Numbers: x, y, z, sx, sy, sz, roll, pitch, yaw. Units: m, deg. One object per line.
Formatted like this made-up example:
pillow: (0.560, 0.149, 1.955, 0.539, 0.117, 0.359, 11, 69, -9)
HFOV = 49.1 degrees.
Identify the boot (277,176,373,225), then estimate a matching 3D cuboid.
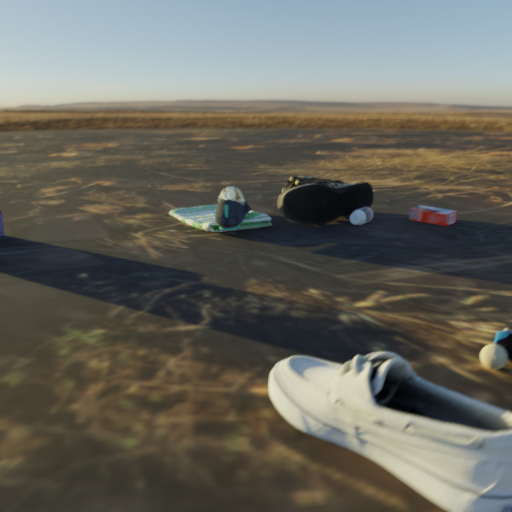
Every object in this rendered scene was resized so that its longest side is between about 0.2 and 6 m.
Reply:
boot: (1.211, -1.350, 12.919, 2.484, 0.909, 1.870, -14, 18, -29)

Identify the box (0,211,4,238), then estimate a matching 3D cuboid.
box: (-5.177, -0.555, 10.814, 0.373, 0.529, 0.714, -2, 17, -10)

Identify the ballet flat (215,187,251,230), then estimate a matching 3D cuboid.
ballet flat: (-0.488, -1.061, 11.651, 0.755, 0.755, 2.068, 1, 13, 2)

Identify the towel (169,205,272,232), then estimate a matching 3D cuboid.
towel: (-0.818, -0.882, 12.465, 1.606, 0.246, 2.105, -9, 19, -27)

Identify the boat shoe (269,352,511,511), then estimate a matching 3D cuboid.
boat shoe: (0.979, 1.151, 4.430, 0.832, 0.760, 2.313, -11, 20, -35)

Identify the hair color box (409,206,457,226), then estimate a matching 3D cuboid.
hair color box: (3.930, -0.898, 12.453, 0.889, 0.284, 0.493, 14, 22, 43)

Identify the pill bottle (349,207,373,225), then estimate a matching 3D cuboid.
pill bottle: (2.277, -0.854, 12.190, 0.339, 0.339, 0.612, 11, 19, 33)

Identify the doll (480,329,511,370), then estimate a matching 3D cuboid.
doll: (2.947, 0.980, 5.849, 1.298, 0.314, 0.885, -4, 15, -13)
